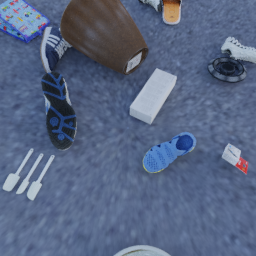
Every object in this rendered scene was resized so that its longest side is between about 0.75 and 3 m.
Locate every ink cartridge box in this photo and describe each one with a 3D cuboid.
[{"bbox_3d":[2.942,0.805,7.543,0.738,0.187,0.838,35,27,13],"label":"ink cartridge box"}]

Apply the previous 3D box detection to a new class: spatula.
[{"bbox_3d":[-2.696,1.209,7.718,0.950,0.110,1.366,16,59,11],"label":"spatula"}]

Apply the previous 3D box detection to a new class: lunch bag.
[{"bbox_3d":[-4.017,-4.105,10.786,1.781,0.838,1.341,32,60,8],"label":"lunch bag"}]

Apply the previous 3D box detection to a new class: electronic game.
[{"bbox_3d":[3.421,-2.016,9.668,1.331,0.277,1.331,2,50,-2],"label":"electronic game"}]

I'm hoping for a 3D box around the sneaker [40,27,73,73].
[{"bbox_3d":[-2.376,-2.871,9.935,1.188,0.767,2.189,-5,55,-1],"label":"sneaker"}]

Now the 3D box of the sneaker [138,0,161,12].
[{"bbox_3d":[0.889,-5.237,11.658,0.868,0.569,1.508,-11,50,4],"label":"sneaker"}]

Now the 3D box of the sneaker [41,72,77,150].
[{"bbox_3d":[-2.000,-0.470,8.391,0.892,0.907,2.356,-8,75,-7],"label":"sneaker"}]

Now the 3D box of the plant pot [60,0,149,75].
[{"bbox_3d":[-0.568,-2.961,9.222,2.281,2.281,2.441,-38,77,-22],"label":"plant pot"}]

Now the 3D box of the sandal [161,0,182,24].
[{"bbox_3d":[1.817,-5.222,11.473,0.916,0.685,2.391,-1,57,0],"label":"sandal"}]

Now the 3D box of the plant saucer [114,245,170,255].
[{"bbox_3d":[0.314,3.577,5.897,2.019,0.507,2.019,-3,55,5],"label":"plant saucer"}]

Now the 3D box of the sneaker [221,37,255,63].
[{"bbox_3d":[4.032,-2.638,9.982,1.489,0.560,0.604,36,79,22],"label":"sneaker"}]

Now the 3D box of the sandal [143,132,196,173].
[{"bbox_3d":[1.178,0.597,7.651,1.777,0.774,0.706,-32,82,-15],"label":"sandal"}]

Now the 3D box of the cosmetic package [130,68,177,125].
[{"bbox_3d":[0.820,-1.033,8.928,0.764,0.469,1.851,25,61,16],"label":"cosmetic package"}]
